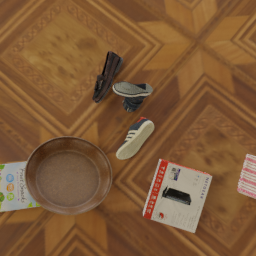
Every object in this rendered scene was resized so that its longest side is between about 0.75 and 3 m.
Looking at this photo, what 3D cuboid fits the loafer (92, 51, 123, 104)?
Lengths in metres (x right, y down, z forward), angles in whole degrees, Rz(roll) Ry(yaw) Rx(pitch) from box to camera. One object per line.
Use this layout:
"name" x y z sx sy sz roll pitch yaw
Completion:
"loafer" -0.718 -1.528 8.295 0.530 0.604 1.682 35 68 -27

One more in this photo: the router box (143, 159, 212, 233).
"router box" 1.310 1.794 7.527 1.433 0.390 1.597 17 90 0

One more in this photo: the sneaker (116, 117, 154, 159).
"sneaker" 0.130 0.274 8.085 1.411 0.529 0.596 -46 42 4

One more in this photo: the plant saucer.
"plant saucer" -1.565 1.265 7.486 2.272 0.416 2.272 10 52 -13

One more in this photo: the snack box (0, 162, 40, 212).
"snack box" -3.071 1.593 7.657 1.484 0.502 1.251 -6 77 -12

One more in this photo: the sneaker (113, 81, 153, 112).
"sneaker" -0.033 -0.841 7.922 1.314 0.949 0.500 -1 58 -39

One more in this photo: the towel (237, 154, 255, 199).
"towel" 3.655 1.402 7.961 0.848 0.173 1.158 19 78 3
